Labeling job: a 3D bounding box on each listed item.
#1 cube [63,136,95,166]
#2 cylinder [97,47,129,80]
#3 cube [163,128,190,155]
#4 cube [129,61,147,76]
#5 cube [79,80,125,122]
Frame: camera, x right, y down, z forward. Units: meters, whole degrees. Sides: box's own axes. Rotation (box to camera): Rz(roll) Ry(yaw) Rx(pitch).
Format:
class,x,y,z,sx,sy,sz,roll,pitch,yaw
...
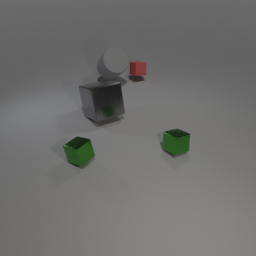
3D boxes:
class,x,y,z,sx,sy,sz,roll,pitch,yaw
cube,-1.680,0.790,9.650,0.700,0.700,0.700,9,34,38
cylinder,-0.831,-3.429,14.964,1.400,1.400,1.400,-14,1,-21
cube,1.753,0.493,10.195,0.700,0.700,0.700,-12,23,-30
cube,0.557,-3.357,15.779,0.700,0.700,0.700,-9,22,-29
cube,-1.133,-1.221,12.146,1.400,1.400,1.400,-18,21,-26
